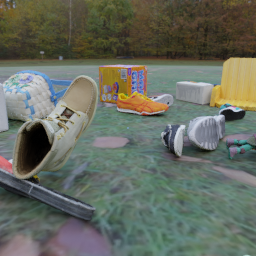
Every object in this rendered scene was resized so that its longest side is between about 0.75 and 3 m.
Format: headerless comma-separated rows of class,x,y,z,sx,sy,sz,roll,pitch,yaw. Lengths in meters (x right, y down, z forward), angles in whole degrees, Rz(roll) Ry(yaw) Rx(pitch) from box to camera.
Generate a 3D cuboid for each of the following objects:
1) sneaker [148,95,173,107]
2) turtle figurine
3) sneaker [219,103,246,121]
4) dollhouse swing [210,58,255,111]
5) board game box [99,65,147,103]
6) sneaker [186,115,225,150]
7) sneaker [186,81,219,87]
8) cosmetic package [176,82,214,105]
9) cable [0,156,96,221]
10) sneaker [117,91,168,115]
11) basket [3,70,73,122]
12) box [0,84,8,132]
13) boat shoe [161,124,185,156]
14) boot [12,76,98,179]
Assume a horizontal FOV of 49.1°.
sneaker,1.316,-1.309,13.399,1.712,0.625,0.958,-15,23,-40
turtle figurine,3.236,0.486,7.101,1.348,0.679,1.009,-2,15,13
sneaker,3.924,-0.663,11.168,1.371,0.573,0.828,0,19,-31
dollhouse swing,5.569,-2.205,13.596,2.585,2.272,2.349,9,18,25
board game box,-0.241,-2.347,14.816,1.845,1.846,1.845,10,19,33
sneaker,2.150,0.132,8.245,1.008,0.918,2.458,-4,3,31
sneaker,4.197,-2.089,16.074,2.527,0.951,1.114,12,5,22
cosmetic package,3.493,-1.880,14.798,0.837,0.992,1.918,-10,20,-32
cable,-1.688,0.909,4.916,2.564,0.645,1.245,5,-26,36
sneaker,0.551,-1.064,12.024,2.431,0.938,0.887,9,17,24
basket,-3.651,-1.415,11.381,2.418,1.907,2.742,8,27,28
box,-5.728,-0.732,9.480,2.494,1.630,2.481,-12,20,-37
boat shoe,1.198,0.263,7.622,0.616,0.754,2.041,4,13,14
boot,-1.328,-0.109,5.444,0.811,2.251,1.741,26,-1,4
